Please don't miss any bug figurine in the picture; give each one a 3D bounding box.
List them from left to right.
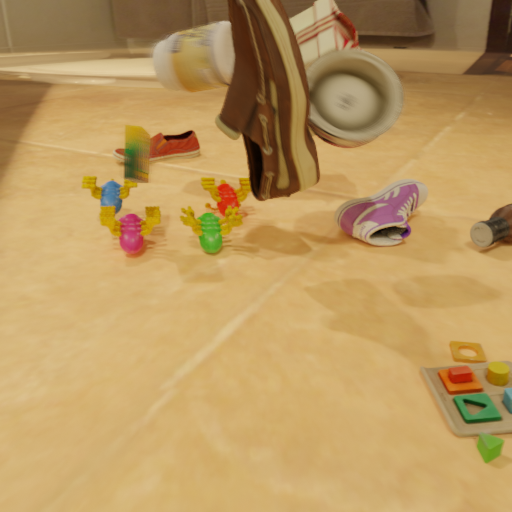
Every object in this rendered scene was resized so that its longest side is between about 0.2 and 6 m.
[{"bbox_3d":[-1.712,-0.876,11.128,3.484,0.896,2.702,1,31,-8],"label":"bug figurine"}]

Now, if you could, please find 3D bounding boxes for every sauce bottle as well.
[{"bbox_3d":[5.053,-0.662,10.841,2.377,0.769,0.769,-18,31,-30],"label":"sauce bottle"}]

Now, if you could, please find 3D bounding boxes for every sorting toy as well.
[{"bbox_3d":[2.738,1.588,6.638,1.295,0.313,2.299,-1,25,-3],"label":"sorting toy"}]

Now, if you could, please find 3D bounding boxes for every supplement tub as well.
[{"bbox_3d":[-1.038,-3.670,10.485,1.548,1.118,1.118,0,23,30],"label":"supplement tub"}]

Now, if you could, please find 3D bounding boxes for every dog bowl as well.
[{"bbox_3d":[1.453,-2.420,8.849,1.601,1.601,0.590,-2,-15,-4],"label":"dog bowl"}]

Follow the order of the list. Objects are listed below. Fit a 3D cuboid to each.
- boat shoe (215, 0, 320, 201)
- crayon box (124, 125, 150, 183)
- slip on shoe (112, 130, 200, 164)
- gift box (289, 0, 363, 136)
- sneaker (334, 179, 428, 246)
[{"bbox_3d":[0.034,-2.050,7.856,1.244,3.363,1.242,-25,44,-5],"label":"boat shoe"},{"bbox_3d":[-2.046,-1.727,9.645,0.297,0.878,1.018,1,4,-3],"label":"crayon box"},{"bbox_3d":[-2.822,-3.110,15.903,2.544,0.778,0.942,-12,30,-21],"label":"slip on shoe"},{"bbox_3d":[1.261,-3.471,10.902,1.959,1.936,2.098,-21,54,25],"label":"gift box"},{"bbox_3d":[2.824,-0.767,11.120,2.284,0.828,1.302,-24,38,-23],"label":"sneaker"}]
